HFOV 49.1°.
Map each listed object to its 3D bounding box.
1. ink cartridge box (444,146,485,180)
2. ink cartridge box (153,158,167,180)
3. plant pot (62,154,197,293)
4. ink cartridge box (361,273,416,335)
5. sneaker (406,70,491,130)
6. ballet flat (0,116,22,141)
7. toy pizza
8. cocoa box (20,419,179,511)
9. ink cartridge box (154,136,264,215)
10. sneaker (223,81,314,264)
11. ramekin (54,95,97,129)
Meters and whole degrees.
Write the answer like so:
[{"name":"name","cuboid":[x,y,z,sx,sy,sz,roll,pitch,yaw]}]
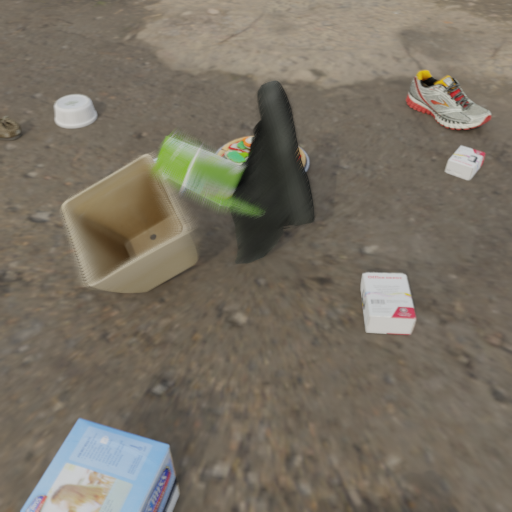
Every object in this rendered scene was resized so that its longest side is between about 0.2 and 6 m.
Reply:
[{"name":"ink cartridge box","cuboid":[4.449,-1.984,11.918,0.564,0.327,0.765,25,46,26]},{"name":"ink cartridge box","cuboid":[-2.128,-1.798,11.816,0.765,0.181,0.613,-31,50,-32]},{"name":"plant pot","cuboid":[-1.808,-0.299,8.805,1.595,1.412,1.593,-29,63,3]},{"name":"ink cartridge box","cuboid":[2.039,0.737,8.753,0.716,0.415,0.970,2,39,3]},{"name":"sneaker","cuboid":[4.586,-3.743,13.451,0.894,0.943,2.296,-29,49,-28]},{"name":"ballet flat","cuboid":[-6.507,-3.013,12.956,2.128,0.493,0.717,4,41,5]},{"name":"toy pizza","cuboid":[0.104,-2.127,12.070,2.088,0.331,2.088,0,41,0]},{"name":"cocoa box","cuboid":[-1.688,2.829,5.816,1.163,1.145,1.745,12,43,13]},{"name":"ink cartridge box","cuboid":[-0.572,-1.109,7.866,1.399,0.530,1.034,30,13,34]},{"name":"sneaker","cuboid":[0.013,-1.196,8.824,1.522,2.918,0.876,-9,39,14]},{"name":"ramekin","cuboid":[-4.398,-3.521,13.554,1.002,0.467,1.002,0,42,0]}]
